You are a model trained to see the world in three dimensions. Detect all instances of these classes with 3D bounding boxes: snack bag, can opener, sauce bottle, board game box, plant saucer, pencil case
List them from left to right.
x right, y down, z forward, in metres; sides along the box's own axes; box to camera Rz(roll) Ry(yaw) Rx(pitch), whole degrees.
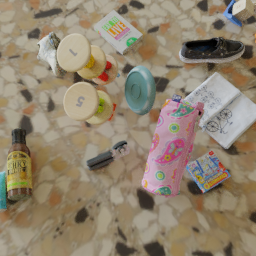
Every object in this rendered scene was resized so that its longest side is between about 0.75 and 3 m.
[{"bbox_3d":[-3.380,1.084,8.688,0.715,0.715,2.209,-11,67,-5],"label":"sauce bottle"},{"bbox_3d":[-0.632,0.902,8.994,1.489,0.392,0.495,-25,34,-12],"label":"can opener"},{"bbox_3d":[0.294,-1.120,8.449,0.205,1.495,1.495,-7,64,-33],"label":"plant saucer"},{"bbox_3d":[1.295,0.531,8.031,1.236,1.236,2.828,17,95,7],"label":"pencil case"},{"bbox_3d":[2.506,1.365,8.786,0.986,0.276,0.965,-29,69,-12],"label":"board game box"},{"bbox_3d":[3.234,-0.645,9.681,2.163,0.246,2.294,-38,72,-16],"label":"snack bag"}]

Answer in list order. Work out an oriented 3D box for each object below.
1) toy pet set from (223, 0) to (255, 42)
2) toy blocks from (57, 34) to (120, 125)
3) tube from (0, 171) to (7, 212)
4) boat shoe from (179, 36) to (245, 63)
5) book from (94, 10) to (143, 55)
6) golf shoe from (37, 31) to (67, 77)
[{"bbox_3d":[4.691,-4.175,11.071,1.709,0.972,1.831,23,67,-28],"label":"toy pet set"},{"bbox_3d":[-0.866,-1.255,8.618,1.047,2.883,2.403,-11,84,19],"label":"toy blocks"},{"bbox_3d":[-3.939,1.933,8.551,0.479,0.312,1.236,-11,62,-14],"label":"tube"},{"bbox_3d":[3.175,-2.996,10.381,2.505,0.830,0.876,-3,67,-1],"label":"boat shoe"},{"bbox_3d":[-0.387,-3.737,10.997,1.104,0.397,1.653,-43,75,-14],"label":"book"},{"bbox_3d":[-2.855,-2.575,10.379,0.966,0.778,1.987,-22,61,9],"label":"golf shoe"}]
